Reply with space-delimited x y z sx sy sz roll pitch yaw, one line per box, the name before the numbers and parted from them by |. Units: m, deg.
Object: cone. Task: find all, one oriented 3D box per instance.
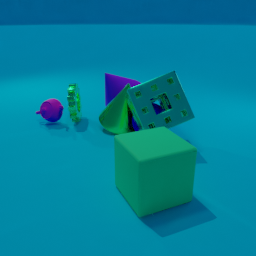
cone | -0.397 -1.348 9.116 1.528 1.528 1.534 14 -18 30
cone | -0.107 -0.738 8.201 1.338 1.343 1.338 9 39 -7
cone | 0.652 -0.200 8.428 1.019 1.019 1.023 1 -1 3

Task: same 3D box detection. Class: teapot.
teapot | -2.417 -0.561 8.798 1.215 0.756 0.595 -9 -4 29

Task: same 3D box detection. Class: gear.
gear | -1.698 -0.805 8.972 0.225 1.215 1.215 -4 22 1

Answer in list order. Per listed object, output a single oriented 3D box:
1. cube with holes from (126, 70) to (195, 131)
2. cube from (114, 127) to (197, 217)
cube with holes | 0.760 -0.533 7.226 1.240 1.240 1.240 -23 -3 -3
cube | 0.470 0.762 5.313 1.139 1.139 1.139 -10 24 -22
